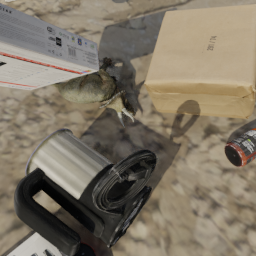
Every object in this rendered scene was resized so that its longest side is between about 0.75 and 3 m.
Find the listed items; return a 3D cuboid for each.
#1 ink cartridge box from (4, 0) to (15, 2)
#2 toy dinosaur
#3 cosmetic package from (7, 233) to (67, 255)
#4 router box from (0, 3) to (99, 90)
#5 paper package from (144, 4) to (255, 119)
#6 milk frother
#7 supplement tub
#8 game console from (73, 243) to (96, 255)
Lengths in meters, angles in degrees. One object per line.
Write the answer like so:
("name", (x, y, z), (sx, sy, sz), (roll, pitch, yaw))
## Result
("ink cartridge box", (-4.070, -5.601, 10.222), (1.364, 0.791, 1.848), (-17, 61, -10))
("toy dinosaur", (-1.073, -1.132, 7.563), (2.824, 1.087, 1.444), (12, 51, 2))
("cosmetic package", (-2.350, 3.239, 4.930), (2.954, 0.748, 1.219), (-38, 69, -18))
("router box", (-2.014, -1.240, 4.883), (2.058, 2.293, 0.560), (-7, 85, 32))
("paper package", (2.019, -1.758, 7.399), (2.593, 1.407, 2.720), (6, 61, 21))
("milk frother", (-0.770, 0.840, 5.485), (2.339, 2.487, 2.244), (33, 21, 16))
("supplement tub", (3.063, 0.422, 6.923), (1.242, 0.664, 0.664), (-26, 64, -14))
("game console", (-1.386, 3.523, 5.367), (2.190, 0.340, 1.936), (-24, 63, -12))
